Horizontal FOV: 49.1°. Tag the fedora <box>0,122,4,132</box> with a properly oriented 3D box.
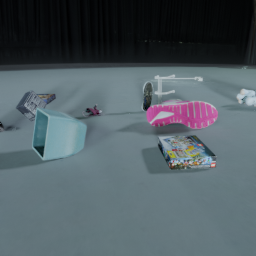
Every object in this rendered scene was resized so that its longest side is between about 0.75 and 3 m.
[{"bbox_3d":[-5.198,-0.284,9.840,0.801,1.568,1.773,-40,8,-13],"label":"fedora"}]

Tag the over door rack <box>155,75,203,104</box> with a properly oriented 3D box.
[{"bbox_3d":[2.419,-1.667,13.472,2.277,1.682,0.758,6,23,21],"label":"over door rack"}]

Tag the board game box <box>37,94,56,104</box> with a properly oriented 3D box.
[{"bbox_3d":[-4.850,-1.620,15.629,1.186,0.303,1.751,0,16,0],"label":"board game box"}]

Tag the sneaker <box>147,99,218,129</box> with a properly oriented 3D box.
[{"bbox_3d":[2.134,-0.668,11.077,2.685,1.092,1.184,4,19,11],"label":"sneaker"}]

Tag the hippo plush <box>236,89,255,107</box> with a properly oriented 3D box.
[{"bbox_3d":[6.373,-1.462,14.610,1.189,0.947,0.956,-4,43,-8],"label":"hippo plush"}]

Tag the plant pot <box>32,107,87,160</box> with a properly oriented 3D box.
[{"bbox_3d":[-1.955,0.160,8.214,1.279,1.256,1.253,3,12,-33],"label":"plant pot"}]

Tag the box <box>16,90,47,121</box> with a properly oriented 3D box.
[{"bbox_3d":[-3.724,-0.860,10.826,0.508,0.818,0.825,-13,44,34],"label":"box"}]

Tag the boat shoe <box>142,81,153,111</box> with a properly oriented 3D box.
[{"bbox_3d":[0.951,-1.493,13.234,0.493,1.435,0.406,6,1,-10],"label":"boat shoe"}]

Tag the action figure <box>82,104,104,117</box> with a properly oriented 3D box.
[{"bbox_3d":[-1.483,-0.674,12.521,0.650,0.585,0.873,-37,-16,29],"label":"action figure"}]

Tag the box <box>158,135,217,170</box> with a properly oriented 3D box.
[{"bbox_3d":[1.601,0.650,7.963,1.213,0.335,1.775,-1,17,-4],"label":"box"}]
